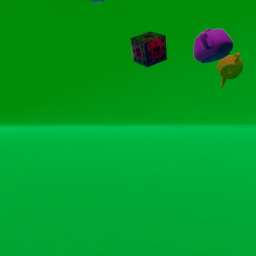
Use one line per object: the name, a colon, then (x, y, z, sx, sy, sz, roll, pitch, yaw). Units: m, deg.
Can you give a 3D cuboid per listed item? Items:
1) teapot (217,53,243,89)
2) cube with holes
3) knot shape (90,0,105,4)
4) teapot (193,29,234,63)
teapot: (3.724, -2.122, 10.263, 0.902, 1.451, 0.710, 17, 46, 0)
cube with holes: (0.843, -3.183, 11.272, 1.000, 1.000, 1.000, -26, 38, -23)
knot shape: (-0.893, -3.666, 7.289, 0.509, 1.032, 1.102, -13, -32, 12)
teapot: (2.512, -2.493, 8.358, 1.152, 0.907, 1.853, -16, -6, 33)
